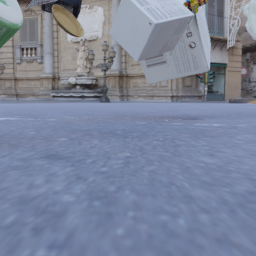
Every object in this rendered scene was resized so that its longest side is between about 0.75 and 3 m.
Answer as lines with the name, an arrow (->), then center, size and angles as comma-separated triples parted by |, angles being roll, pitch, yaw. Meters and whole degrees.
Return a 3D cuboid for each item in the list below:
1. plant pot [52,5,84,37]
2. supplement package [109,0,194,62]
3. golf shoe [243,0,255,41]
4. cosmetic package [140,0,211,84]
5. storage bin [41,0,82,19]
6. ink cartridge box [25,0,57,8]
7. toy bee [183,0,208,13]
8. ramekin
plant pot -> -1.209, -2.108, 5.595 | 0.109, 0.791, 0.791 | -37, -13, 27
supplement package -> 0.362, -1.618, 4.373 | 0.946, 0.712, 0.718 | -28, -21, -38
golf shoe -> 4.105, -3.427, 8.704 | 0.681, 1.807, 0.827 | 8, -29, -17
cosmetic package -> 1.529, -3.027, 9.307 | 2.039, 2.052, 2.452 | -10, 30, 23
storage bin -> -2.400, -4.580, 10.207 | 1.331, 0.624, 0.900 | 14, 46, -9
ink cartridge box -> -2.011, -4.203, 7.607 | 2.309, 0.581, 1.258 | -17, 15, 48
toy bee -> 1.653, -3.187, 7.353 | 0.634, 0.526, 0.968 | 14, -20, -36
ramekin -> -2.363, -1.841, 3.830 | 0.913, 1.869, 1.869 | -32, -1, 12
